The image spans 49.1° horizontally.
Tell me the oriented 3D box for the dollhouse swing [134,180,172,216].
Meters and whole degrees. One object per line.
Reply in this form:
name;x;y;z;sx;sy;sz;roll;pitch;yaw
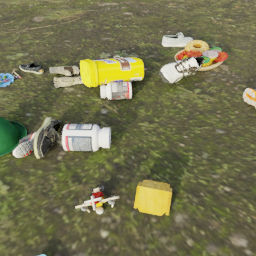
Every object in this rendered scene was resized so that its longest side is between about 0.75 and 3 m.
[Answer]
dollhouse swing;0.828;2.190;8.930;1.066;0.937;0.969;8;81;9

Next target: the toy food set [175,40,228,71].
toy food set;4.235;-4.238;16.418;2.911;0.708;2.881;-33;47;-32

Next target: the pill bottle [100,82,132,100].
pill bottle;-0.571;-1.767;13.371;1.459;0.808;0.808;-4;39;-5

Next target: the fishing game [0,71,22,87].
fishing game;-6.786;-2.602;14.841;2.014;0.313;1.442;-29;50;-32

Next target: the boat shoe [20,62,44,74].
boat shoe;-5.415;-3.419;15.711;1.550;0.482;0.578;15;43;20

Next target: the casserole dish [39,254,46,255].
casserole dish;-2.173;3.617;7.175;0.476;0.152;0.785;-31;49;-33

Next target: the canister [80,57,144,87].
canister;-0.820;-2.887;14.120;2.781;1.204;2.066;-10;21;-20

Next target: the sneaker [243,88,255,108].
sneaker;6.166;-1.112;12.561;0.873;0.884;2.260;-1;39;-18

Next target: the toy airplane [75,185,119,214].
toy airplane;-0.912;2.251;8.410;1.048;0.743;1.053;-20;8;-40

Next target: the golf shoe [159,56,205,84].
golf shoe;2.758;-3.114;14.230;2.794;1.320;1.086;-27;84;-35

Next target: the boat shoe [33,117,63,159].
boat shoe;-3.027;0.290;10.818;0.736;0.800;2.240;-4;34;3

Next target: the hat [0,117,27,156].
hat;-5.434;-0.469;10.486;2.707;2.383;2.242;0;39;0

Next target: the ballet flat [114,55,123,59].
ballet flat;-0.458;-4.110;16.707;0.984;0.307;0.332;20;43;23

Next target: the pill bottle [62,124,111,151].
pill bottle;-1.523;0.366;10.545;1.695;1.014;1.014;1;39;3

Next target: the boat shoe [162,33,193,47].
boat shoe;3.330;-5.869;18.520;2.190;0.780;0.764;-7;39;-9

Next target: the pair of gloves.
pair of gloves;-3.294;-2.785;15.043;1.604;0.331;1.887;-10;45;-20

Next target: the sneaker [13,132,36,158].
sneaker;-3.928;0.650;10.692;0.583;0.548;1.423;1;29;25
